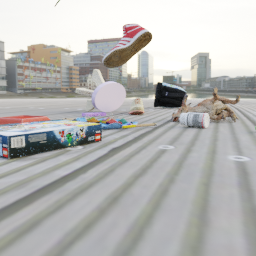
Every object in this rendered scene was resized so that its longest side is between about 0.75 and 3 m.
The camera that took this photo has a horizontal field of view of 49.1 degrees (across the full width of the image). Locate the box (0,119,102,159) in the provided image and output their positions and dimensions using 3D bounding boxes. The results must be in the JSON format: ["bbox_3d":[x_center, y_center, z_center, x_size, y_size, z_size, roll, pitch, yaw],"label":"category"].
[{"bbox_3d":[-1.768,0.141,5.621,1.451,0.400,2.125,6,9,39],"label":"box"}]

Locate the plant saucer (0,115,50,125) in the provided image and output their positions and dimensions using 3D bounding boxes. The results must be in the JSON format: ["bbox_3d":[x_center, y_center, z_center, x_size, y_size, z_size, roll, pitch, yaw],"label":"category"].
[{"bbox_3d":[-3.499,-0.253,9.350,1.398,0.257,1.401,3,9,26],"label":"plant saucer"}]

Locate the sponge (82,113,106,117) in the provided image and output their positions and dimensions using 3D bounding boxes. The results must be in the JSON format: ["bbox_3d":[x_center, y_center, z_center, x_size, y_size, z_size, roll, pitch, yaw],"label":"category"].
[{"bbox_3d":[-1.512,-0.601,12.486,0.983,0.147,0.548,-4,8,-29],"label":"sponge"}]

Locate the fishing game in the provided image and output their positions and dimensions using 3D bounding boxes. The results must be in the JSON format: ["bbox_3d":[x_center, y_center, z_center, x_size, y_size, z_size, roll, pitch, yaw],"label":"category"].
[{"bbox_3d":[-0.730,-0.278,8.882,2.120,0.460,2.961,-3,7,-43],"label":"fishing game"}]

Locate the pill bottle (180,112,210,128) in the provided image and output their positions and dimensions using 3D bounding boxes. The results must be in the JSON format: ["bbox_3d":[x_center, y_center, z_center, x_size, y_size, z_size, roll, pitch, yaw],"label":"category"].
[{"bbox_3d":[2.001,-0.242,8.444,0.795,0.453,0.453,6,9,36],"label":"pill bottle"}]

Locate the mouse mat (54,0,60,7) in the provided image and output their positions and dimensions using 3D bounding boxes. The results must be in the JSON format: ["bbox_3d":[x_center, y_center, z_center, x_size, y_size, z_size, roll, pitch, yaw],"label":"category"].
[{"bbox_3d":[-0.856,-3.615,6.221,0.075,1.988,1.600,42,-31,-22],"label":"mouse mat"}]

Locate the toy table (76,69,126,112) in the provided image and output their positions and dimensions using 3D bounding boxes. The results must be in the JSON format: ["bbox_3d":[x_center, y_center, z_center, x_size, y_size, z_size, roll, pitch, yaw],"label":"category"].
[{"bbox_3d":[-1.441,-1.805,14.928,1.484,2.329,2.533,24,8,29],"label":"toy table"}]

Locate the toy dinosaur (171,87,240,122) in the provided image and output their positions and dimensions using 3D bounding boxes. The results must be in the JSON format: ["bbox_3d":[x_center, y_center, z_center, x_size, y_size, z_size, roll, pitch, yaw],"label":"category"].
[{"bbox_3d":[2.966,-0.765,10.381,2.636,1.131,1.787,1,-1,-36],"label":"toy dinosaur"}]

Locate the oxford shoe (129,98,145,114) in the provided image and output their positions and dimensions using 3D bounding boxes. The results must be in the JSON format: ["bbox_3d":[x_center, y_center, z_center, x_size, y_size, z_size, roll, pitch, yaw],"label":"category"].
[{"bbox_3d":[0.402,-1.090,13.742,0.756,0.788,2.135,0,7,-2],"label":"oxford shoe"}]

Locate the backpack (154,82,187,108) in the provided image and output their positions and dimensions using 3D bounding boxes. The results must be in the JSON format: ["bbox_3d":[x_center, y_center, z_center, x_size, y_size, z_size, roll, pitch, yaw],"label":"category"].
[{"bbox_3d":[2.835,-2.108,18.413,2.112,1.723,1.624,8,17,5],"label":"backpack"}]

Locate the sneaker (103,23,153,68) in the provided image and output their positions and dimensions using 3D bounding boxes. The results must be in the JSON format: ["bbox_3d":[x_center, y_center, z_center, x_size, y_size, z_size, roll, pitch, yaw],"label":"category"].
[{"bbox_3d":[-0.172,-2.939,9.863,1.943,0.692,1.093,-33,49,1],"label":"sneaker"}]
